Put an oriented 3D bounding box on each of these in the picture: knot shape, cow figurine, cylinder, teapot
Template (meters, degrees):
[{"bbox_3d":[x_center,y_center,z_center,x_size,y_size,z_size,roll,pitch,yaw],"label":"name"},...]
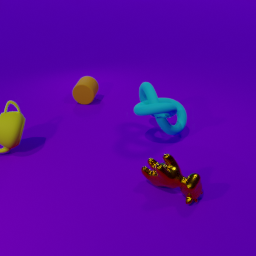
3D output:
[{"bbox_3d":[0.805,-0.618,7.917,1.754,0.811,1.641,19,23,-45],"label":"knot shape"},{"bbox_3d":[0.977,1.114,6.018,0.644,1.155,1.174,-48,15,-34],"label":"cow figurine"},{"bbox_3d":[-1.564,-1.406,10.416,0.812,0.812,0.812,4,32,7],"label":"cylinder"},{"bbox_3d":[-3.122,0.066,7.214,0.769,1.572,0.977,14,9,-20],"label":"teapot"}]
